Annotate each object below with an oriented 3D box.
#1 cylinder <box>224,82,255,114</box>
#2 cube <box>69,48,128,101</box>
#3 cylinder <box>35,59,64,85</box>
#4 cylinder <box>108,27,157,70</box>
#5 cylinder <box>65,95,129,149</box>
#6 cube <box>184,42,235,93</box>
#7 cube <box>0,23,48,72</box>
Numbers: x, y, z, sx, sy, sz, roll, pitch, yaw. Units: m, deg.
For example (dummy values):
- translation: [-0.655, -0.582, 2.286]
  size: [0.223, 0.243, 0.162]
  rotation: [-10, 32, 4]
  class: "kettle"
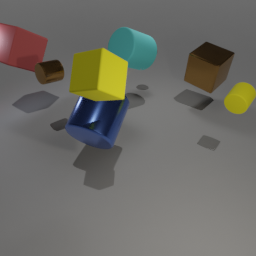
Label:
- translation: [3.327, -0.889, 8.327]
  size: [0.700, 0.700, 0.700]
  rotation: [23, 51, 32]
  class: "cylinder"
- translation: [-0.507, -0.899, 4.906]
  size: [0.700, 0.700, 0.700]
  rotation: [1, -8, 37]
  class: "cube"
- translation: [-2.551, -1.823, 9.106]
  size: [0.700, 0.700, 0.700]
  rotation: [-24, 39, -39]
  class: "cylinder"
- translation: [0.176, -3.040, 10.873]
  size: [1.400, 1.400, 1.400]
  rotation: [28, 19, 37]
  class: "cylinder"
- translation: [-0.831, -0.324, 7.792]
  size: [1.400, 1.400, 1.400]
  rotation: [13, 67, 20]
  class: "cylinder"
- translation: [3.451, -2.611, 12.021]
  size: [1.400, 1.400, 1.400]
  rotation: [33, 53, 26]
  class: "cube"
- translation: [-4.229, -3.083, 10.848]
  size: [1.400, 1.400, 1.400]
  rotation: [23, 9, 33]
  class: "cube"
